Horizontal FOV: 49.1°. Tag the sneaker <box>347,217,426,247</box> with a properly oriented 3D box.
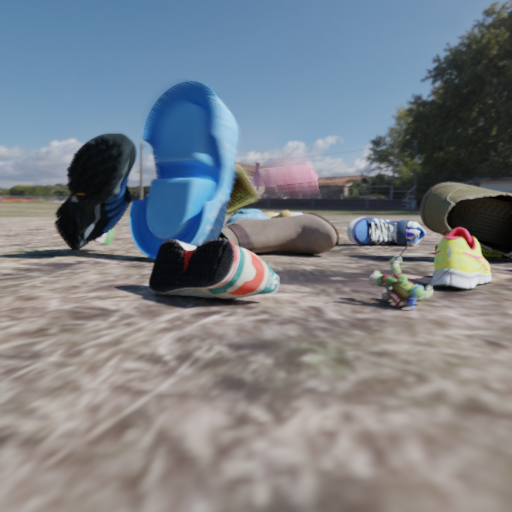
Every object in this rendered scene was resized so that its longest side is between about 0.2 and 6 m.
[{"bbox_3d":[3.257,-0.595,13.573,1.806,0.728,1.322,3,-2,-37],"label":"sneaker"}]

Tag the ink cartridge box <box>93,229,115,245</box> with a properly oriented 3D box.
[{"bbox_3d":[-3.602,-0.562,11.970,0.663,0.383,0.908,18,-2,34],"label":"ink cartridge box"}]

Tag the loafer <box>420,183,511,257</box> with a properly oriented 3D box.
[{"bbox_3d":[4.704,-0.492,9.758,3.561,1.354,1.201,5,20,12],"label":"loafer"}]

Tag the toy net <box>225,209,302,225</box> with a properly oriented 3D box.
[{"bbox_3d":[-0.158,-0.709,14.698,2.455,0.904,4.680,-1,3,19],"label":"toy net"}]

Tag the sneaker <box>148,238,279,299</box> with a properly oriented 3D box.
[{"bbox_3d":[-0.491,0.229,6.140,0.858,0.646,1.836,25,-16,-32],"label":"sneaker"}]

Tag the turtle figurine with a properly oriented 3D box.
[{"bbox_3d":[1.511,0.225,5.606,0.507,0.704,0.683,15,-10,-24],"label":"turtle figurine"}]

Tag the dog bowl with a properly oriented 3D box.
[{"bbox_3d":[-1.245,-1.454,10.029,1.780,3.193,0.792,4,-7,35],"label":"dog bowl"}]

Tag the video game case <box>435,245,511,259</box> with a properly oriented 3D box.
[{"bbox_3d":[4.680,-0.128,11.399,1.568,0.200,1.417,-5,7,-42],"label":"video game case"}]

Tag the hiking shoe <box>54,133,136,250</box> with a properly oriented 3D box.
[{"bbox_3d":[-2.863,-1.317,10.544,1.225,1.051,2.824,-33,-10,-49],"label":"hiking shoe"}]

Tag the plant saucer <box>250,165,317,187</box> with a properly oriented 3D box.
[{"bbox_3d":[0.459,-1.354,9.421,1.132,0.287,1.132,-5,8,1],"label":"plant saucer"}]

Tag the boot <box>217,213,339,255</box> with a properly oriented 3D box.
[{"bbox_3d":[0.221,-0.334,11.113,1.784,0.857,2.440,-10,9,-29],"label":"boot"}]

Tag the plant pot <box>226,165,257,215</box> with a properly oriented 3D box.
[{"bbox_3d":[-0.540,-1.448,13.011,0.839,0.844,0.864,-33,-8,-6],"label":"plant pot"}]

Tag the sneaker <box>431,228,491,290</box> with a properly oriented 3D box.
[{"bbox_3d":[2.620,0.005,7.077,0.629,0.727,1.610,1,4,26],"label":"sneaker"}]
